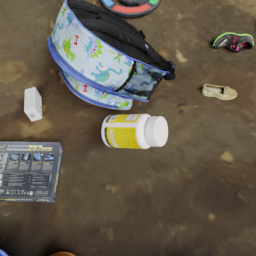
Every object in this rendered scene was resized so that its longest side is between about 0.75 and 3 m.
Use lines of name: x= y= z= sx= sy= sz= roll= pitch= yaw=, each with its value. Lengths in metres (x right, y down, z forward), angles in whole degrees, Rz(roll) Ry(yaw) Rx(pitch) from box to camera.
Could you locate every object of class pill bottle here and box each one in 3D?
pill bottle: x=0.161 y=0.082 z=6.893 sx=1.486 sy=0.849 sz=0.849 roll=0 pitch=56 yaw=33

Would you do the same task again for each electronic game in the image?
electronic game: x=0.105 y=-5.273 z=11.103 sx=2.469 sy=0.514 sz=2.469 roll=0 pitch=60 yaw=0

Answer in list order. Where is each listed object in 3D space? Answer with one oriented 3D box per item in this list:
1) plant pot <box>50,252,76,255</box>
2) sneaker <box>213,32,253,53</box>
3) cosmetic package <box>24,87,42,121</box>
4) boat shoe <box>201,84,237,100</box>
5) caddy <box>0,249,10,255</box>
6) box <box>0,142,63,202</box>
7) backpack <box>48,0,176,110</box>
plant pot: x=-1.536 y=3.296 z=6.168 sx=1.130 sy=0.791 sz=1.130 roll=0 pitch=60 yaw=0
sneaker: x=3.716 y=-2.967 z=9.802 sx=1.445 sy=0.555 sz=0.605 roll=-4 pitch=57 yaw=-1
cosmetic package: x=-2.738 y=-0.697 z=8.103 sx=0.347 sy=0.476 sz=0.936 roll=-16 pitch=51 yaw=1
boat shoe: x=2.925 y=-1.179 z=8.913 sx=1.109 sy=0.349 sz=0.405 roll=11 pitch=61 yaw=6
caddy: x=-3.035 y=3.775 z=5.518 sx=1.972 sy=1.465 sz=2.790 roll=-15 pitch=62 yaw=-7
box: x=-2.859 y=1.152 z=7.520 sx=1.994 sy=0.509 sz=1.573 roll=0 pitch=62 yaw=1
backpack: x=-0.679 y=-1.882 z=7.616 sx=2.884 sy=2.119 sz=2.639 roll=14 pitch=33 yaw=-43
